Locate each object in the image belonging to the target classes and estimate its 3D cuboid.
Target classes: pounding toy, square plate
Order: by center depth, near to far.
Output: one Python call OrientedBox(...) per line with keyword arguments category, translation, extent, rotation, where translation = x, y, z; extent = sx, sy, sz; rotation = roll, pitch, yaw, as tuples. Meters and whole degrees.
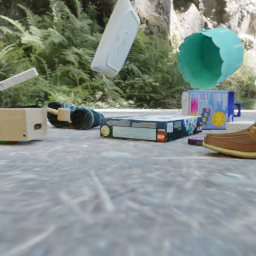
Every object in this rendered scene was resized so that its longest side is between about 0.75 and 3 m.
OrientedBox(category="pounding toy", translation=(-2.335, -0.083, 6.990), extent=(1.810, 0.828, 1.590), rotation=(1, 5, 7))
OrientedBox(category="square plate", translation=(-0.328, -3.376, 10.956), extent=(0.408, 2.868, 2.841), rotation=(26, 8, 9))

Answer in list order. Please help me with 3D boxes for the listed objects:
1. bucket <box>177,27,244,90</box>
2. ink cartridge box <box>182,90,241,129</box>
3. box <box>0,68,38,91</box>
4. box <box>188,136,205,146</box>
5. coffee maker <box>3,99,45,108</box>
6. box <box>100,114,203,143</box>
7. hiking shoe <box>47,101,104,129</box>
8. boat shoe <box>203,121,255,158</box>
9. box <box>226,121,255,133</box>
OrientedBox(category="bucket", translation=(3.177, -2.736, 10.860), extent=(1.498, 2.303, 2.303), rotation=(-27, 18, -29))
OrientedBox(category="ink cartridge box", translation=(3.094, -0.671, 10.354), extent=(2.080, 1.419, 0.794), rotation=(-1, 5, -10))
OrientedBox(category="box", translation=(-3.658, -1.616, 9.292), extent=(1.315, 0.272, 0.254), rotation=(-24, 23, 0))
OrientedBox(category="box", translation=(1.878, 0.301, 6.523), extent=(0.611, 0.154, 0.855), rotation=(6, 9, 44))
OrientedBox(category="coffee maker", translation=(-3.456, -0.416, 9.083), extent=(0.811, 1.156, 1.204), rotation=(21, 16, 24))
OrientedBox(category="box", translation=(0.825, -0.067, 8.378), extent=(1.996, 0.551, 2.922), rotation=(3, 6, 32))
OrientedBox(category="hiking shoe", translation=(-2.099, -0.395, 10.925), extent=(2.708, 1.007, 1.174), rotation=(16, 6, 36))
OrientedBox(category="boat shoe", translation=(2.406, 0.156, 4.946), extent=(2.074, 0.701, 0.747), rotation=(2, 5, 17))
OrientedBox(category="box", translation=(4.132, 0.018, 8.425), extent=(1.895, 0.390, 1.477), rotation=(5, 6, 37))
